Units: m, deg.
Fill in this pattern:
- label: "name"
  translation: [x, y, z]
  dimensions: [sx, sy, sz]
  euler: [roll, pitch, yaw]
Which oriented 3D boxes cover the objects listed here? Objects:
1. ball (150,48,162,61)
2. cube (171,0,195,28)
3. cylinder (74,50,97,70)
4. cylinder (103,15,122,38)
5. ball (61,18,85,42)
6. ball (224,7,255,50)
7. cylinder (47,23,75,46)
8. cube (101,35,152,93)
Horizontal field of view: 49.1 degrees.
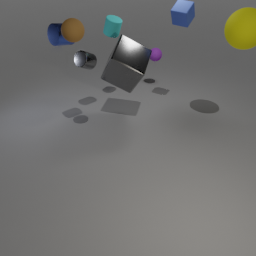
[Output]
- label: "ball"
  translation: [1.454, -3.888, 14.833]
  dimensions: [0.700, 0.700, 0.700]
  euler: [0, 30, 0]
- label: "cube"
  translation: [2.200, -4.578, 11.199]
  dimensions: [0.700, 0.700, 0.700]
  euler: [23, 69, 26]
- label: "cylinder"
  translation: [-1.793, -2.864, 11.841]
  dimensions: [0.700, 0.700, 0.700]
  euler: [18, 11, 28]
- label: "cylinder"
  translation: [-0.656, -4.335, 11.957]
  dimensions: [0.700, 0.700, 0.700]
  euler: [11, 43, -10]
- label: "ball"
  translation: [-1.663, -2.946, 8.448]
  dimensions: [0.700, 0.700, 0.700]
  euler: [0, 30, 0]
- label: "ball"
  translation: [4.122, -3.478, 9.833]
  dimensions: [1.400, 1.400, 1.400]
  euler: [0, 30, 0]
- label: "cylinder"
  translation: [-2.187, -3.103, 9.283]
  dimensions: [0.700, 0.700, 0.700]
  euler: [25, 32, 36]
- label: "cube"
  translation: [-0.074, -2.544, 11.265]
  dimensions: [1.400, 1.400, 1.400]
  euler: [25, 58, -12]
